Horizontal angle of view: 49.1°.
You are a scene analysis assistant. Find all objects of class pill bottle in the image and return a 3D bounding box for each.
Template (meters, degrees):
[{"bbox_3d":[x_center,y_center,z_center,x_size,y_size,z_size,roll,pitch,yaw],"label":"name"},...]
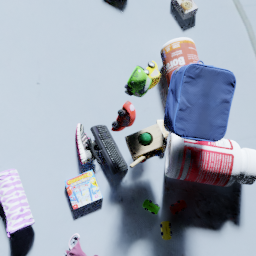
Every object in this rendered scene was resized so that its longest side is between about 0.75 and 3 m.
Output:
[{"bbox_3d":[2.141,-2.048,10.724,1.395,1.395,2.487,-10,74,-3],"label":"pill bottle"},{"bbox_3d":[2.836,1.124,9.711,2.915,1.636,1.636,9,74,3],"label":"pill bottle"}]

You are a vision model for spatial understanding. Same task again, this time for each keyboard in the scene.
[{"bbox_3d":[-0.844,0.776,10.235,1.250,0.203,1.967,-17,71,-41],"label":"keyboard"}]

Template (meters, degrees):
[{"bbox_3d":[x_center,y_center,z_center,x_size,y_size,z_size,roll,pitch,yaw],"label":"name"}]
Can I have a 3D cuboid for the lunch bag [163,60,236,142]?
[{"bbox_3d":[1.900,-0.790,7.901,1.540,1.499,2.266,12,93,-8],"label":"lunch bag"}]

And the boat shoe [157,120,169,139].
[{"bbox_3d":[1.348,0.209,10.598,0.398,0.424,1.151,-9,73,3],"label":"boat shoe"}]

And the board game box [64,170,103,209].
[{"bbox_3d":[-1.596,2.212,10.088,1.098,0.307,1.075,-22,76,-6],"label":"board game box"}]

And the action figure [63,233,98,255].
[{"bbox_3d":[-1.438,4.511,9.297,1.613,1.201,1.080,37,91,-10],"label":"action figure"}]

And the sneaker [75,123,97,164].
[{"bbox_3d":[-1.545,0.562,10.435,0.704,0.593,1.609,-6,63,-20],"label":"sneaker"}]

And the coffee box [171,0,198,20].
[{"bbox_3d":[2.436,-5.378,12.159,0.658,0.465,1.164,-26,76,-7],"label":"coffee box"}]

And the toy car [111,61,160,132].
[{"bbox_3d":[0.323,-1.086,8.432,0.611,2.579,2.741,30,84,5],"label":"toy car"}]

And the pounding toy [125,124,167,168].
[{"bbox_3d":[0.529,0.660,8.807,1.333,1.448,1.029,-22,72,-3],"label":"pounding toy"}]

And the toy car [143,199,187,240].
[{"bbox_3d":[1.167,2.972,9.867,1.403,0.333,1.491,29,75,8],"label":"toy car"}]

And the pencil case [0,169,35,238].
[{"bbox_3d":[-4.001,2.497,9.660,0.953,0.936,2.230,-15,70,-39],"label":"pencil case"}]
